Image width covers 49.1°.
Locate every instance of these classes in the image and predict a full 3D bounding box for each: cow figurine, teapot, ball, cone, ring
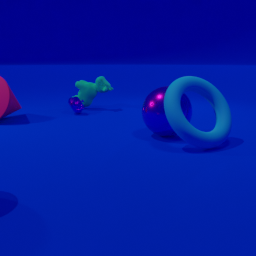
[{"bbox_3d":[-1.466,-1.476,11.623,1.494,1.518,0.833,22,18,3],"label":"cow figurine"},{"bbox_3d":[-1.963,-0.930,10.790,0.549,0.697,1.120,-34,39,-10],"label":"teapot"},{"bbox_3d":[1.056,-0.446,7.631,1.361,1.361,1.361,0,14,0],"label":"ball"},{"bbox_3d":[-4.331,-0.863,9.969,1.664,1.664,1.670,5,-5,17],"label":"cone"},{"bbox_3d":[1.742,-0.417,6.877,1.913,1.913,0.383,-8,-19,-28],"label":"ring"}]
